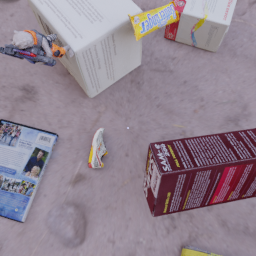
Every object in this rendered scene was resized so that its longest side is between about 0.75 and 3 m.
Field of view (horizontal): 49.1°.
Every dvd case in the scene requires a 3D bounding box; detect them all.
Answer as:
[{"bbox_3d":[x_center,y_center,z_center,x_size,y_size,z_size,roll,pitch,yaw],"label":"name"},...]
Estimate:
[{"bbox_3d":[-3.342,1.131,8.025,1.885,0.232,2.642,14,68,7],"label":"dvd case"}]

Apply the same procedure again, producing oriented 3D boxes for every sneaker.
[{"bbox_3d":[-0.821,0.583,8.168,0.504,0.477,1.226,9,77,-1],"label":"sneaker"}]

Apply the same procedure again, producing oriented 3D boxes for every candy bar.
[{"bbox_3d":[0.721,-2.862,7.354,2.544,0.282,0.634,-41,114,-46],"label":"candy bar"}]

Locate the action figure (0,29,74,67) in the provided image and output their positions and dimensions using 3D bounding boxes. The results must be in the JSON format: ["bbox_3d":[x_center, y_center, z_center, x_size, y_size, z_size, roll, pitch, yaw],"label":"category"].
[{"bbox_3d":[-2.085,-1.827,6.094,1.546,1.496,0.809,15,99,8],"label":"action figure"}]

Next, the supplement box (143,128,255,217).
[{"bbox_3d":[1.703,0.862,5.604,2.648,1.441,0.806,-7,44,-12],"label":"supplement box"}]

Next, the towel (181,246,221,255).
[{"bbox_3d":[1.976,4.302,6.496,1.946,0.308,2.709,16,61,7],"label":"towel"}]

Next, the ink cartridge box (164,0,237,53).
[{"bbox_3d":[2.408,-3.715,9.396,1.948,1.409,1.415,20,69,8],"label":"ink cartridge box"}]

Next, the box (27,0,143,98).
[{"bbox_3d":[-1.158,-2.866,8.428,2.187,2.553,2.540,-36,72,-11],"label":"box"}]
